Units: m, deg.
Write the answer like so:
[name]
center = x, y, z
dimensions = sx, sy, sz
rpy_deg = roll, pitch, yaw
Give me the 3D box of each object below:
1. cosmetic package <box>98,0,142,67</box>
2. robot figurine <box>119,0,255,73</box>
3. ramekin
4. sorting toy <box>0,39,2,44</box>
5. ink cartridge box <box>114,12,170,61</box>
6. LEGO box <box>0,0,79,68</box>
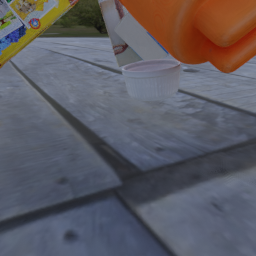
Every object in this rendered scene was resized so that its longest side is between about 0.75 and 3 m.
[cosmetic package]
center = -0.127, -3.081, 7.908
dimensions = 1.099, 2.519, 1.302
rpy_deg = -17, 11, 1
[robot figurine]
center = 0.738, -1.984, 3.715
dimensions = 1.999, 1.621, 2.779
rpy_deg = -7, 49, -38
[ramekin]
center = 0.413, -0.814, 4.732
dimensions = 0.982, 0.515, 0.982
rpy_deg = -7, 23, 3
[sorting toy]
center = -2.934, -2.811, 5.330
dimensions = 0.330, 2.420, 1.363
rpy_deg = -28, -7, -13
[ink cartridge box]
center = 0.897, -2.749, 6.691
dimensions = 2.006, 1.289, 1.256
rpy_deg = -49, 13, -11
[LEGO box]
center = -3.020, -3.108, 6.830
dimensions = 2.935, 2.186, 1.133
rpy_deg = -44, 23, -7
